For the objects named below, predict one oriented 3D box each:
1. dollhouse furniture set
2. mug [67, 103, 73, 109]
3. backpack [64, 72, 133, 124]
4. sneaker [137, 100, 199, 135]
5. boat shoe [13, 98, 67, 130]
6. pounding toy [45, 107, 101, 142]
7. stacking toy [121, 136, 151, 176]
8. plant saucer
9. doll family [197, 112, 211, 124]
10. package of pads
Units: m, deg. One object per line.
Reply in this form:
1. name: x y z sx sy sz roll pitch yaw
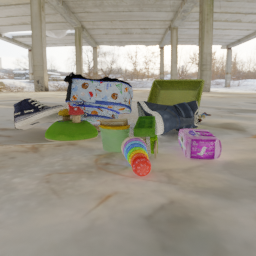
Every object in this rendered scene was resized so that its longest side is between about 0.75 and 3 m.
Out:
1. dollhouse furniture set: -0.040 0.298 6.828 1.482 0.971 0.744 -1 26 11
2. mug: -1.842 -1.463 15.149 2.404 1.604 2.134 -11 12 -34
3. backpack: -1.025 -1.114 11.126 2.453 1.984 2.575 -2 -1 10
4. sneaker: 1.489 -0.527 10.449 1.975 1.039 2.733 -13 22 -11
5. boat shoe: -3.229 -0.692 10.081 2.179 1.011 0.814 -16 -11 15
6. pounding toy: -1.763 -0.243 9.351 1.704 1.025 2.208 3 10 17
7. stacking toy: 0.216 0.605 5.918 0.590 0.590 1.383 -1 14 -8
8. plant saucer: 1.946 -0.985 11.867 2.316 2.319 0.555 5 -26 27
9. doll family: 2.866 -0.462 12.280 1.472 0.578 0.851 10 8 22
10. package of pads: 1.795 0.375 7.166 0.856 0.537 1.420 1 10 3
